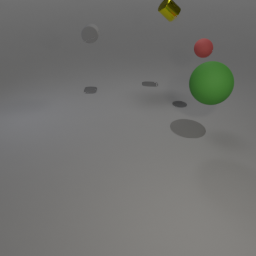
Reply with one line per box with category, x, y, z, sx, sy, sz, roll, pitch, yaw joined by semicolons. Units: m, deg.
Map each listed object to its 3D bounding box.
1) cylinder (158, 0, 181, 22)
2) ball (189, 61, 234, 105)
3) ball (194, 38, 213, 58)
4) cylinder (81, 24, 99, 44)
cylinder;1.738;-4.983;11.789;0.700;0.700;0.700;32;16;-28
ball;2.691;-1.446;9.064;1.400;1.400;1.400;0;29;0
ball;2.824;-2.984;10.475;0.700;0.700;0.700;0;29;0
cylinder;-1.582;-3.995;11.835;0.700;0.700;0.700;0;28;-1
